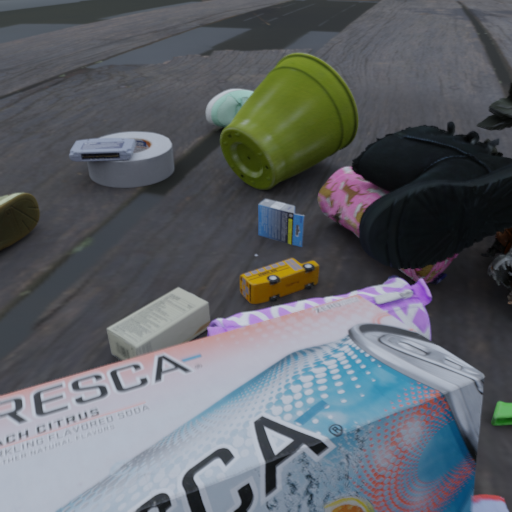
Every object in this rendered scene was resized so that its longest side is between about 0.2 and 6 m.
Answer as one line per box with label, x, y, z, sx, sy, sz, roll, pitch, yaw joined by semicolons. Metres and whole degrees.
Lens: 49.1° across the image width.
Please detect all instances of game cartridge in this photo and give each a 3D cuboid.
game cartridge;-2.865;-2.009;10.537;1.131;0.231;0.753;-2;35;-2

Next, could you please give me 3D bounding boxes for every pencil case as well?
pencil case;0.697;0.902;5.973;2.480;1.060;1.041;-13;59;-18
pencil case;1.941;-0.538;8.396;0.989;1.034;2.390;-45;43;-1

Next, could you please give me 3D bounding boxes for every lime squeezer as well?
lime squeezer;4.354;1.631;5.163;3.828;0.722;1.352;17;35;24

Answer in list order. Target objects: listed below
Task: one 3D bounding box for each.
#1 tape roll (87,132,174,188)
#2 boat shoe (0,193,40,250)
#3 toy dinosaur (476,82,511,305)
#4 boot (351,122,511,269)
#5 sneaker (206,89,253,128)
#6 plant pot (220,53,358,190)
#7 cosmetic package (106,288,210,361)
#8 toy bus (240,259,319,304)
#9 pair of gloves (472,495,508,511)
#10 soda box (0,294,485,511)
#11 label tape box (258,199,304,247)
tape roll;-2.496;-1.939;11.143;1.682;0.556;1.682;-1;32;0
boat shoe;-4.286;-0.291;8.269;0.780;0.848;2.373;4;30;27
toy dinosaur;4.400;-0.783;8.321;3.005;2.262;4.428;44;33;16
boot;2.088;-0.957;7.447;2.813;1.041;2.305;-18;32;-17
sneaker;0.088;-3.443;13.229;2.385;0.878;1.407;-14;28;-27
plant pot;0.458;-2.344;10.517;2.103;2.103;2.025;27;59;37
cosmetic package;-1.137;0.860;6.680;0.590;0.398;1.121;23;38;37
toy bus;0.334;0.323;7.635;1.059;0.345;0.415;-17;35;-25
pair of gloves;2.455;2.712;3.688;3.334;0.380;2.680;1;31;1
soda box;-0.816;1.740;3.869;4.766;1.515;1.630;-14;24;-22
label tape box;0.425;-0.519;8.796;0.788;0.565;0.261;16;35;24
